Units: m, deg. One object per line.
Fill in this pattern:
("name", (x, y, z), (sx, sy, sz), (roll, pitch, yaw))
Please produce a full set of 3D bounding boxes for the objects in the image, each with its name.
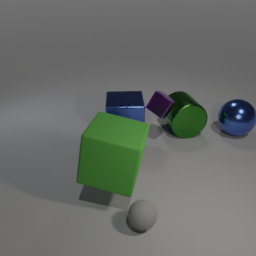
("cylinder", (2.140, -0.538, 10.846), (1.400, 1.400, 1.400), (-5, 29, -10))
("cube", (-0.349, 0.610, 7.006), (1.400, 1.400, 1.400), (14, 28, 5))
("ball", (4.134, -0.394, 10.630), (1.400, 1.400, 1.400), (0, 29, 0))
("cube", (-0.117, -0.498, 10.701), (1.400, 1.400, 1.400), (-1, 32, -2))
("cube", (1.153, -0.819, 9.762), (0.700, 0.700, 0.700), (37, 16, 14))
("ball", (0.346, 2.054, 6.638), (0.700, 0.700, 0.700), (0, 29, 0))
